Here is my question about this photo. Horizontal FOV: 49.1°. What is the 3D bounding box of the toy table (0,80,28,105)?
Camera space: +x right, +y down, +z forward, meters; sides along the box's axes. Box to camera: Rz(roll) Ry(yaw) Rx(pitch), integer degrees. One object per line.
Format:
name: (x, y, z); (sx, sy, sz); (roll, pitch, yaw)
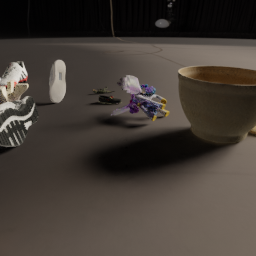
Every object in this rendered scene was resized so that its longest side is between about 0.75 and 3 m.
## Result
toy table: (-4.344, -1.126, 10.055); (1.600, 0.937, 1.471); (-6, 23, -17)

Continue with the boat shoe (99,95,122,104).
boat shoe: (-0.699, -1.103, 10.874); (0.937, 0.294, 0.343); (7, 22, 13)

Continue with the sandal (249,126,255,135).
sandal: (3.887, -0.658, 8.847); (1.051, 0.943, 2.867); (-2, 22, -4)

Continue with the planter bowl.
planter bowl: (2.613, -0.645, 7.726); (2.574, 1.732, 2.574); (1, 22, 0)

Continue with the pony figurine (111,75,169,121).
pony figurine: (0.380, -0.916, 9.217); (1.729, 1.440, 1.669); (36, 31, 24)

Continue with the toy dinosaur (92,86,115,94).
toy dinosaur: (-1.079, -1.661, 12.352); (0.993, 0.236, 0.437); (-3, 36, -8)

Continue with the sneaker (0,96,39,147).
sneaker: (-3.376, -0.122, 7.744); (1.110, 1.023, 2.774); (-11, 16, 2)

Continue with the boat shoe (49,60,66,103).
boat shoe: (-2.844, -1.809, 11.028); (0.610, 1.693, 0.580); (0, -2, -35)

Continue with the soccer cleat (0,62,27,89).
soccer cleat: (-5.497, -2.512, 13.275); (0.893, 1.109, 2.603); (1, 21, 2)
